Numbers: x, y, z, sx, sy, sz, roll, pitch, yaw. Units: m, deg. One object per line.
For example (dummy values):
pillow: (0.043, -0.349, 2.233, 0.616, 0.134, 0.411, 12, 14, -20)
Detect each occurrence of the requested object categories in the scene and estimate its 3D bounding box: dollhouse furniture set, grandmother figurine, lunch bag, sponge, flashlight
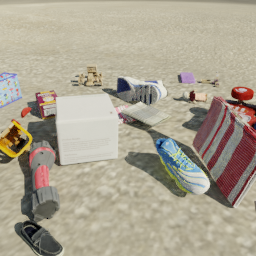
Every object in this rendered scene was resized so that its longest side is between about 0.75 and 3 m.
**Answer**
dollhouse furniture set: (-1.982, -2.703, 15.196, 1.236, 0.876, 1.346, -1, 52, 0)
grandmother figurine: (3.122, -1.475, 13.149, 1.171, 0.355, 0.710, 7, 62, -6)
lunch bag: (-5.735, -1.662, 12.761, 0.770, 1.233, 1.638, 9, 32, 16)
dollhouse furniture set: (4.396, -2.637, 14.904, 0.963, 0.683, 0.763, 5, 32, 8)
sponge: (3.330, -2.809, 15.672, 0.716, 0.191, 1.283, 3, 31, 3)
flashlight: (-2.406, 1.382, 8.092, 0.891, 0.888, 2.623, -11, 32, -16)

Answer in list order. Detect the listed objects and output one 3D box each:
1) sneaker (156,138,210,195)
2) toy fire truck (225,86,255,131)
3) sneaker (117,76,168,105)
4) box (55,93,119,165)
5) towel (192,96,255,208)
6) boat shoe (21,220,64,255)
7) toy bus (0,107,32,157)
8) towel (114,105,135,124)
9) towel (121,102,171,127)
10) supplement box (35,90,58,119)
sneaker: (1.412, 1.018, 8.166, 0.838, 1.162, 2.212, -41, 34, -5)
toy fire truck: (4.593, -0.449, 10.528, 2.535, 1.421, 2.129, 19, 35, 27)
sneaker: (0.816, -1.762, 13.288, 2.714, 1.097, 1.567, 21, 24, 40)
box: (-1.443, -0.027, 9.577, 1.937, 1.668, 1.947, -6, 32, -13)
towel: (2.822, 0.569, 8.209, 0.325, 2.058, 2.857, 6, 31, -17)
boat shoe: (-2.037, 2.590, 6.536, 1.337, 0.416, 0.499, 23, 36, 30)
toy bus: (-3.783, 0.423, 9.464, 1.062, 1.940, 2.056, 44, 32, -13)
towel: (-0.608, -0.556, 11.888, 1.695, 0.254, 1.240, -12, 32, -18)
towel: (0.798, -0.609, 11.596, 1.563, 0.280, 1.623, 26, 29, 29)
supplement box: (-3.469, -1.047, 12.258, 0.893, 0.704, 1.364, -14, 34, -22)
